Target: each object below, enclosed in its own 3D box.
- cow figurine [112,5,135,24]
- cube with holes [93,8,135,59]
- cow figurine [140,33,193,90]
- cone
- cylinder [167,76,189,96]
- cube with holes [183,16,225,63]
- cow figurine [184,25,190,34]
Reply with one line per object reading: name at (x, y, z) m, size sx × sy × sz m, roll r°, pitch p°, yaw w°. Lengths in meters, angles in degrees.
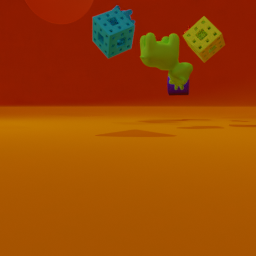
cow figurine at (-0.250, -4.678, 11.783) m, size 0.930 × 0.946 × 0.519 m, roll -16°, pitch 9°, yaw -4°
cube with holes at (-0.586, -3.665, 10.862) m, size 1.141 × 1.141 × 1.141 m, roll -30°, pitch -23°, yaw -23°
cow figurine at (1.093, -1.884, 8.115) m, size 1.605 × 1.580 × 0.881 m, roll -5°, pitch 8°, yaw -21°
cone at (-1.570, -3.311, 6.725) m, size 1.586 × 1.586 × 1.592 m, roll -1°, pitch 18°, yaw -6°
cylinder at (2.192, -1.846, 12.133) m, size 0.863 × 0.863 × 0.863 m, roll 1°, pitch 5°, yaw 16°
cube with holes at (2.363, -2.720, 8.680) m, size 0.825 × 0.825 × 0.825 m, roll -41°, pitch -22°, yaw 15°
cow figurine at (2.650, -3.830, 11.238) m, size 0.880 × 0.866 × 0.483 m, roll -13°, pitch -47°, yaw 39°
